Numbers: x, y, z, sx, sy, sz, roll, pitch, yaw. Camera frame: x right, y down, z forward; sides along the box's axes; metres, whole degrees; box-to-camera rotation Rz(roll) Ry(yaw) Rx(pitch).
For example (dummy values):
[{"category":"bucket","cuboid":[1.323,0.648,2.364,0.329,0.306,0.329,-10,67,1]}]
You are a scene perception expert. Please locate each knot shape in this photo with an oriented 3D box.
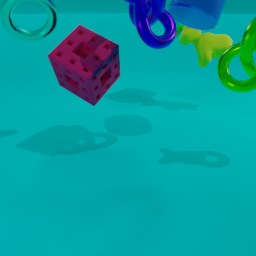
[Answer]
[{"category":"knot shape","cuboid":[0.307,-2.592,5.775,0.827,1.790,1.675,-31,-20,12]},{"category":"knot shape","cuboid":[2.571,-1.466,5.422,1.566,1.466,0.724,1,27,10]}]

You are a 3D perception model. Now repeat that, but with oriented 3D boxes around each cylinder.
[{"category":"cylinder","cuboid":[1.384,-3.496,9.712,1.369,1.369,1.369,-36,40,-29]},{"category":"cylinder","cuboid":[1.744,-3.182,6.688,1.228,1.228,1.228,21,3,-1]}]

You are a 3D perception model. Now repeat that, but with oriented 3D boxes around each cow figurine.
[{"category":"cow figurine","cuboid":[2.491,-2.783,8.910,1.634,1.607,0.897,-8,-7,2]}]

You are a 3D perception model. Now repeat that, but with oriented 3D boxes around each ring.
[{"category":"ring","cuboid":[-2.159,-2.466,6.192,1.243,1.243,0.249,-10,54,-21]}]

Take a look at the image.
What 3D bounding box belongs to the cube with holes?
[{"category":"cube with holes","cuboid":[-0.955,-1.438,6.536,1.107,1.107,1.107,31,68,15]}]
